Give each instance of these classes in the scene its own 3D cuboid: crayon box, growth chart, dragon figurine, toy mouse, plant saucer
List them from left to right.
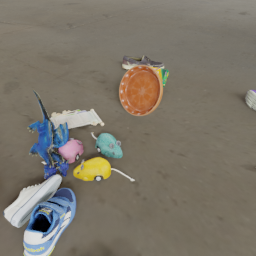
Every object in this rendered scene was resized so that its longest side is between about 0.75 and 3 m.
[{"bbox_3d":[-1.850,0.153,6.704,1.092,2.196,0.646,-6,-9,41],"label":"dragon figurine"},{"bbox_3d":[-1.668,-0.262,8.571,1.637,0.145,1.185,-11,34,-16],"label":"growth chart"},{"bbox_3d":[-0.965,0.510,7.118,2.240,0.434,1.991,0,33,0],"label":"toy mouse"},{"bbox_3d":[0.403,-1.150,8.669,1.556,1.556,0.251,26,17,34],"label":"plant saucer"},{"bbox_3d":[0.960,-1.956,10.612,1.058,0.308,0.628,15,80,31],"label":"crayon box"}]

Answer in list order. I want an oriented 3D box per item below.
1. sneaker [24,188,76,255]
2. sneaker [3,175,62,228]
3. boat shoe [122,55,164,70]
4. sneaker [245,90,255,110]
[{"bbox_3d":[-1.407,1.621,5.234,0.588,0.654,1.590,5,31,10],"label":"sneaker"},{"bbox_3d":[-1.927,1.363,5.717,0.481,0.496,1.358,29,42,15],"label":"sneaker"},{"bbox_3d":[0.659,-2.813,12.044,1.826,0.592,0.657,3,31,3],"label":"boat shoe"},{"bbox_3d":[4.519,-0.777,9.098,0.736,0.515,1.481,-8,38,-23],"label":"sneaker"}]
